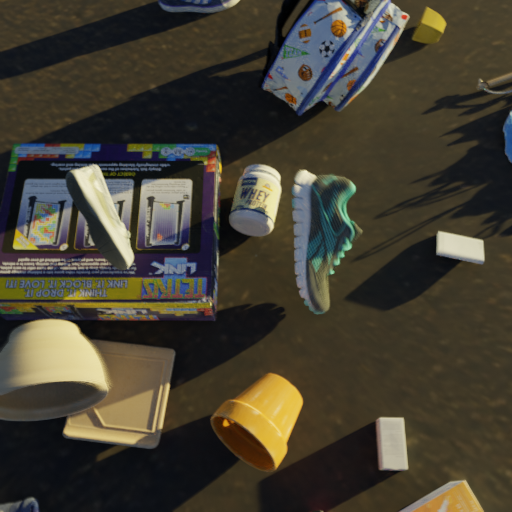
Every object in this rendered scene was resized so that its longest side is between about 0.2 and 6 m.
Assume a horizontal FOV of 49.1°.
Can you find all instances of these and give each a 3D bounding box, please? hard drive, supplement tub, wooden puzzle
[{"bbox_3d":[3.827,-0.153,10.517,0.841,0.112,0.555,13,48,5],"label":"hard drive"},{"bbox_3d":[0.000,-1.046,10.593,0.840,0.840,1.159,10,67,5],"label":"supplement tub"},{"bbox_3d":[-2.271,2.301,9.436,1.579,0.318,1.707,6,62,3],"label":"wooden puzzle"}]

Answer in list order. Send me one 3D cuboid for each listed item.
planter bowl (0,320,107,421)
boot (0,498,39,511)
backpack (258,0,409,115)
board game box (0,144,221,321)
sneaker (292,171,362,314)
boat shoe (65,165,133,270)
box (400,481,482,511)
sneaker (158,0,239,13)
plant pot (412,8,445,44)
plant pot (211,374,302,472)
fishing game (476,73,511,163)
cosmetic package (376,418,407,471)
[{"bbox_3d":[-3.247,1.718,8.695,1.726,1.726,1.162,-12,61,-5],"label":"planter bowl"},{"bbox_3d":[-3.583,4.692,8.072,0.972,0.783,2.152,-15,66,-1],"label":"boot"},{"bbox_3d":[1.405,-4.135,11.112,2.242,2.910,2.772,42,76,3],"label":"backpack"},{"bbox_3d":[-2.602,-0.460,10.211,3.848,1.091,3.181,1,68,0],"label":"board game box"},{"bbox_3d":[1.250,-0.233,9.662,1.145,0.973,2.509,-1,95,16],"label":"sneaker"},{"bbox_3d":[-2.457,-0.633,9.182,0.578,0.664,1.802,-30,91,-39],"label":"boat shoe"},{"bbox_3d":[2.692,4.111,8.398,1.385,0.675,0.862,-25,68,-11],"label":"box"},{"bbox_3d":[-1.338,-6.298,12.576,2.006,1.469,0.808,-7,66,-3],"label":"sneaker"},{"bbox_3d":[3.914,-5.113,12.591,0.552,0.536,0.540,24,68,1],"label":"plant pot"},{"bbox_3d":[0.112,2.546,8.884,1.246,1.246,1.140,35,55,14],"label":"plant pot"},{"bbox_3d":[6.634,-2.386,11.323,3.047,0.661,4.255,-16,67,-4],"label":"fishing game"},{"bbox_3d":[2.192,3.052,9.084,0.401,0.281,0.790,1,66,1],"label":"cosmetic package"}]
